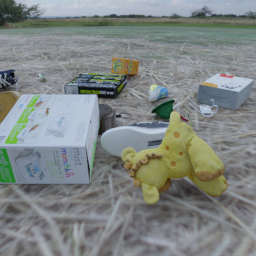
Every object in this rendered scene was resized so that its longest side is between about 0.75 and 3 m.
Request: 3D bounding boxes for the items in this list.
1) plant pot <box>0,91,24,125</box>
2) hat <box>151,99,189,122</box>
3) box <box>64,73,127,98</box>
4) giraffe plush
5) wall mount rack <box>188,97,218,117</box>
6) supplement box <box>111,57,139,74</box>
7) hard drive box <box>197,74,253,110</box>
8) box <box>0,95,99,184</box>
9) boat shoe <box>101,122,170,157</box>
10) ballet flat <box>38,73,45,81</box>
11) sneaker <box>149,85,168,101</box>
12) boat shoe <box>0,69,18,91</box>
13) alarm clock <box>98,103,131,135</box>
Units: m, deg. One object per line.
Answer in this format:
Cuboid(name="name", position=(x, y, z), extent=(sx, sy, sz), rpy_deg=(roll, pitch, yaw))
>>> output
Cuboid(name="plant pot", position=(-4.633, -0.510, 9.768), extent=(2.371, 0.326, 2.371), rpy_deg=(-12, 48, 13))
Cuboid(name="hat", position=(1.611, -0.400, 10.929), extent=(1.056, 1.122, 1.275), rpy_deg=(-27, -10, -1))
Cuboid(name="box", position=(-1.580, -2.241, 14.431), extent=(2.622, 0.623, 2.533), rpy_deg=(4, 23, 10))
Cuboid(name="giraffe plush", position=(0.965, 0.890, 6.643), extent=(1.861, 2.295, 1.980), rpy_deg=(-33, 27, -2))
Cuboid(name="wall mount rack", position=(3.096, -0.919, 11.730), extent=(1.148, 0.492, 1.321), rpy_deg=(2, 24, 5))
Cuboid(name="supplement box", position=(-0.139, -3.586, 16.348), extent=(0.912, 0.882, 2.650), rpy_deg=(11, 15, 18))
Cuboid(name="hard drive box", position=(4.513, -1.724, 12.972), extent=(1.802, 0.888, 2.312), rpy_deg=(18, 30, 31))
Cuboid(name="box", position=(-2.149, 0.164, 8.005), extent=(2.441, 1.338, 2.766), rpy_deg=(0, 33, -1))
Cuboid(name="boat shoe", position=(0.427, 0.229, 8.751), extent=(2.708, 0.972, 0.918), rpy_deg=(-6, 26, -17))
Cuboid(name="ballet flat", position=(-5.018, -2.875, 16.181), extent=(0.360, 0.389, 1.154), rpy_deg=(-35, 29, -6))
Cuboid(name="sneaker", position=(1.462, -1.676, 13.155), extent=(0.904, 0.652, 1.722), rpy_deg=(3, 24, 5))
Cuboid(name="boat shoe", position=(-6.484, -2.300, 13.747), extent=(1.384, 1.114, 2.983), rpy_deg=(-13, 24, 4))
Cuboid(name="alarm clock", position=(-0.996, -0.414, 10.381), extent=(2.320, 0.772, 1.565), rpy_deg=(-5, 26, -15))
